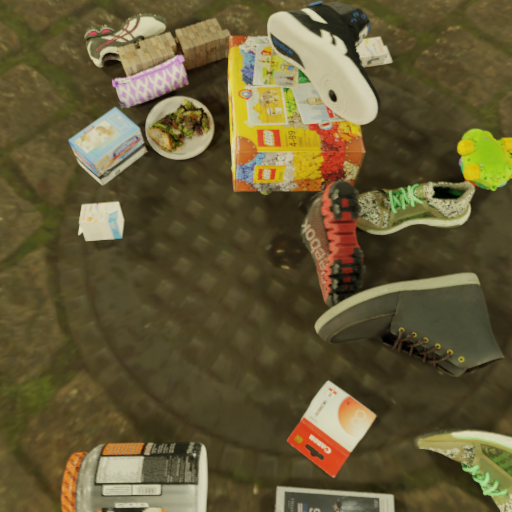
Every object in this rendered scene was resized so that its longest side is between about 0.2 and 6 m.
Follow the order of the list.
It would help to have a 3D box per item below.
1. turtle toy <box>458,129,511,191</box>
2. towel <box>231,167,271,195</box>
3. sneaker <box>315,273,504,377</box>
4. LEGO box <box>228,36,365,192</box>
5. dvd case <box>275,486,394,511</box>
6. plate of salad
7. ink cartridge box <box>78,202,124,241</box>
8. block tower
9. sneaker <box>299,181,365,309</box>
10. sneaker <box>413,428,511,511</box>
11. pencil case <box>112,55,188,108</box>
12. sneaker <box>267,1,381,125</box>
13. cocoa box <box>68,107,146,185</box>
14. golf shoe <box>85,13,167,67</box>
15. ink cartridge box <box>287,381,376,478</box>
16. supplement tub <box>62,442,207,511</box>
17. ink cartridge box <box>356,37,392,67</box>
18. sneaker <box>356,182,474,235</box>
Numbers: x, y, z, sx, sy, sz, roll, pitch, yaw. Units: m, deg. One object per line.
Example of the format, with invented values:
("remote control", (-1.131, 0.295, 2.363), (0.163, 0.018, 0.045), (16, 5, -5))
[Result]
("turtle toy", (4.659, -1.986, 11.483), (1.162, 0.806, 1.594), (-3, 63, -1))
("towel", (0.321, -1.952, 11.725), (1.102, 0.271, 1.486), (39, 63, 18))
("sneaker", (2.686, 1.381, 9.649), (3.127, 1.170, 1.661), (-12, 65, -7))
("LEGO box", (0.684, -2.932, 11.449), (2.415, 1.251, 3.243), (-1, 59, -6))
("dvd case", (1.212, 4.401, 8.711), (1.876, 0.232, 1.410), (4, 64, 1))
("plate of salad", (-1.644, -2.780, 12.002), (1.468, 0.353, 1.468), (0, 76, -2))
("ink cartridge box", (-3.067, -0.666, 10.949), (0.823, 0.515, 0.529), (-5, 49, -3))
("block tower", (-1.845, -4.684, 12.868), (2.478, 0.669, 0.716), (-20, 67, -10))
("sneaker", (1.393, -0.157, 10.575), (0.849, 1.173, 2.402), (0, 86, -35))
("sneaker", (3.811, 3.435, 8.825), (2.659, 1.022, 1.178), (11, 72, 8))
("pencil case", (-2.330, -3.860, 12.369), (1.663, 0.711, 0.698), (-23, 59, -5))
("sneaker", (1.755, -3.925, 10.710), (1.744, 1.139, 3.118), (-28, 63, -18))
("cocoa box", (-3.055, -2.276, 11.613), (1.251, 0.821, 0.834), (-42, 71, -18))
("golf shoe", (-2.972, -5.005, 13.093), (1.957, 0.755, 0.862), (-18, 80, -1))
("ink cartridge box", (1.258, 2.883, 9.412), (0.998, 0.309, 1.231), (34, 66, 16))
("supplement tub", (-1.805, 3.515, 8.577), (2.038, 1.248, 1.248), (-1, 64, 0))
("ink cartridge box", (2.654, -4.760, 13.086), (1.010, 0.340, 0.592), (-10, 65, -5))
("sneaker", (3.029, -1.121, 10.872), (2.556, 1.133, 0.983), (-7, 64, -4))
